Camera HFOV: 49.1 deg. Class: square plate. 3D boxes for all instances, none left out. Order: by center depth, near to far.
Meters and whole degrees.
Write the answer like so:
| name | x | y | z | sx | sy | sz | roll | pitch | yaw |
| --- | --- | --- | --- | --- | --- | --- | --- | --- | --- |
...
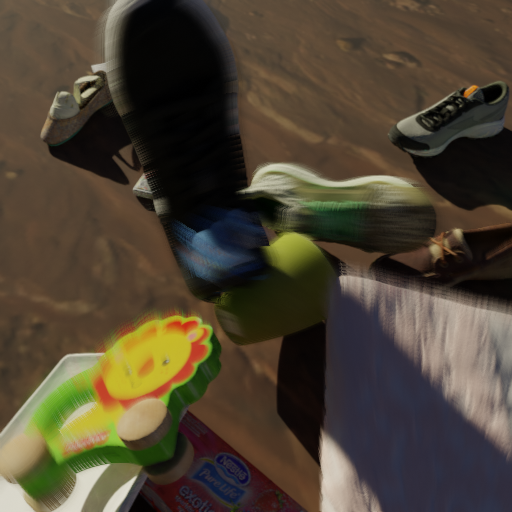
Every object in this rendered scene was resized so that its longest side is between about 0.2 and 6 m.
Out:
| name | x | y | z | sx | sy | sz | roll | pitch | yaw |
| --- | --- | --- | --- | --- | --- | --- | --- | --- | --- |
| square plate | -1.872 | 2.048 | 5.717 | 2.585 | 0.368 | 2.561 | -8 | 35 | 36 |

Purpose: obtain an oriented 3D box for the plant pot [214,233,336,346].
| name | x | y | z | sx | sy | sz | roll | pitch | yaw |
| --- | --- | --- | --- | --- | --- | --- | --- | --- | --- |
| plant pot | 0.172 | 0.546 | 7.192 | 1.331 | 1.246 | 1.246 | -29 | 54 | -25 |

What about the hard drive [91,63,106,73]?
| name | x | y | z | sx | sy | sz | roll | pitch | yaw |
| --- | --- | --- | --- | --- | --- | --- | --- | --- | --- |
| hard drive | -2.957 | -4.005 | 12.069 | 1.023 | 0.130 | 0.675 | -19 | 51 | -17 |

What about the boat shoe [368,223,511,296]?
| name | x | y | z | sx | sy | sz | roll | pitch | yaw |
| --- | --- | --- | --- | --- | --- | --- | --- | --- | --- |
| boat shoe | 2.777 | -0.051 | 7.946 | 2.377 | 0.856 | 0.858 | -7 | 48 | 2 |

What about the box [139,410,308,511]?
| name | x | y | z | sx | sy | sz | roll | pitch | yaw |
| --- | --- | --- | --- | --- | --- | --- | --- | --- | --- |
| box | -0.383 | 2.506 | 5.683 | 1.769 | 0.882 | 0.844 | 32 | 56 | 26 |

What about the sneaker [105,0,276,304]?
| name | x | y | z | sx | sy | sz | roll | pitch | yaw |
| --- | --- | --- | --- | --- | --- | --- | --- | --- | --- |
| sneaker | -0.428 | -0.736 | 5.583 | 1.249 | 3.418 | 1.912 | -22 | 61 | -10 |

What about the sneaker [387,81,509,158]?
| name | x | y | z | sx | sy | sz | roll | pitch | yaw |
| --- | --- | --- | --- | --- | --- | --- | --- | --- | --- |
| sneaker | 3.495 | -2.547 | 10.181 | 2.528 | 1.002 | 0.934 | -21 | 53 | -16 |

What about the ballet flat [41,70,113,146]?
| name | x | y | z | sx | sy | sz | roll | pitch | yaw |
| --- | --- | --- | --- | --- | --- | --- | --- | --- | --- |
| ballet flat | -3.462 | -2.932 | 10.726 | 0.698 | 0.690 | 2.051 | 18 | 51 | 15 |

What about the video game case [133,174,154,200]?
| name | x | y | z | sx | sy | sz | roll | pitch | yaw |
| --- | --- | --- | --- | --- | --- | --- | --- | --- | --- |
| video game case | -1.218 | -1.361 | 9.663 | 1.404 | 0.161 | 1.277 | 13 | 49 | 11 |

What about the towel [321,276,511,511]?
| name | x | y | z | sx | sy | sz | roll | pitch | yaw |
| --- | --- | --- | --- | --- | --- | --- | --- | --- | --- |
| towel | 1.769 | 1.410 | 5.001 | 2.386 | 0.403 | 2.498 | 11 | 49 | -4 |

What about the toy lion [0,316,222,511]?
| name | x | y | z | sx | sy | sz | roll | pitch | yaw |
| --- | --- | --- | --- | --- | --- | --- | --- | --- | --- |
| toy lion | -1.240 | 1.309 | 5.294 | 1.869 | 0.642 | 1.792 | -18 | 30 | 11 |

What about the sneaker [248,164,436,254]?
| name | x | y | z | sx | sy | sz | roll | pitch | yaw |
| --- | --- | --- | --- | --- | --- | --- | --- | --- | --- |
| sneaker | 0.933 | -0.506 | 7.810 | 3.001 | 1.154 | 1.330 | 12 | 28 | 32 |

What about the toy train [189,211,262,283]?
| name | x | y | z | sx | sy | sz | roll | pitch | yaw |
| --- | --- | --- | --- | --- | --- | --- | --- | --- | --- |
| toy train | -0.260 | -0.079 | 4.672 | 0.693 | 0.300 | 0.396 | -32 | 61 | 23 |
